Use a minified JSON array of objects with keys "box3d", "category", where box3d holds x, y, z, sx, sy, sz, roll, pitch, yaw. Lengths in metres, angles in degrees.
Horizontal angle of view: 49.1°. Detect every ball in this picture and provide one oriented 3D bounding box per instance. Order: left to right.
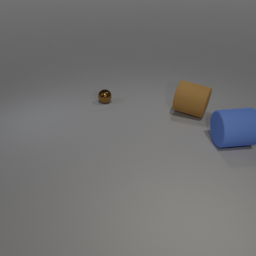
[{"box3d":[-1.163,-1.595,14.086,0.700,0.700,0.700,0,29,0],"category":"ball"}]

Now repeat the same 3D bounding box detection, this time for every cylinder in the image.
[{"box3d":[2.898,-1.309,12.658,1.400,1.400,1.400,19,34,17],"category":"cylinder"},{"box3d":[3.983,-0.014,10.449,1.400,1.400,1.400,-4,29,-4],"category":"cylinder"}]
